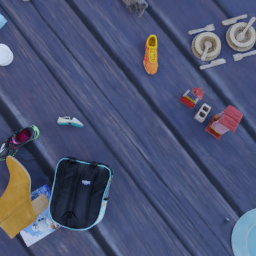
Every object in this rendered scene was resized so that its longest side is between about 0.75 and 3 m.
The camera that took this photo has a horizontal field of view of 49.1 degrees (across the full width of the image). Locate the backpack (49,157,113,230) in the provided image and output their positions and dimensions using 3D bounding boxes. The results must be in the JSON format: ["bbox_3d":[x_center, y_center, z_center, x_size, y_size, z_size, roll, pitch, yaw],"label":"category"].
[{"bbox_3d":[-1.526,2.178,9.172,1.876,1.636,2.134,11,74,4],"label":"backpack"}]

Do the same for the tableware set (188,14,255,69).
[{"bbox_3d":[3.595,-3.247,10.345,2.454,0.492,1.622,-16,84,-2],"label":"tableware set"}]

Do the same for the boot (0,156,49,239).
[{"bbox_3d":[-3.907,2.213,9.222,1.721,0.846,2.404,-36,75,-28],"label":"boot"}]

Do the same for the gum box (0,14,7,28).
[{"bbox_3d":[-5.636,-3.908,10.481,1.384,0.363,1.628,40,85,4],"label":"gum box"}]

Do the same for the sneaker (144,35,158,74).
[{"bbox_3d":[0.834,-2.689,10.263,0.527,0.557,1.444,-3,85,-2],"label":"sneaker"}]

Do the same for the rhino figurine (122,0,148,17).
[{"bbox_3d":[0.165,-5.280,10.431,1.094,0.748,2.502,-13,85,13],"label":"rhino figurine"}]

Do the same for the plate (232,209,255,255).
[{"bbox_3d":[4.782,3.958,9.644,2.335,0.298,2.335,0,82,0],"label":"plate"}]

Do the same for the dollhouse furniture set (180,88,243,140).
[{"bbox_3d":[2.750,-0.562,9.681,1.994,1.073,0.811,35,70,2],"label":"dollhouse furniture set"}]

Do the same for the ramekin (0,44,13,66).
[{"bbox_3d":[-4.645,-2.675,10.349,0.752,0.367,0.752,0,84,0],"label":"ramekin"}]

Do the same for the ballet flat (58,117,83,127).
[{"bbox_3d":[-2.072,-0.245,10.132,0.947,0.329,0.329,7,84,1],"label":"ballet flat"}]

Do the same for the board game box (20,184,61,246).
[{"bbox_3d":[-3.148,3.020,9.746,1.522,0.332,1.529,-32,84,-2],"label":"board game box"}]

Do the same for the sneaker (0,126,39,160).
[{"bbox_3d":[-3.980,0.463,9.824,1.740,0.729,0.668,-39,85,-4],"label":"sneaker"}]
